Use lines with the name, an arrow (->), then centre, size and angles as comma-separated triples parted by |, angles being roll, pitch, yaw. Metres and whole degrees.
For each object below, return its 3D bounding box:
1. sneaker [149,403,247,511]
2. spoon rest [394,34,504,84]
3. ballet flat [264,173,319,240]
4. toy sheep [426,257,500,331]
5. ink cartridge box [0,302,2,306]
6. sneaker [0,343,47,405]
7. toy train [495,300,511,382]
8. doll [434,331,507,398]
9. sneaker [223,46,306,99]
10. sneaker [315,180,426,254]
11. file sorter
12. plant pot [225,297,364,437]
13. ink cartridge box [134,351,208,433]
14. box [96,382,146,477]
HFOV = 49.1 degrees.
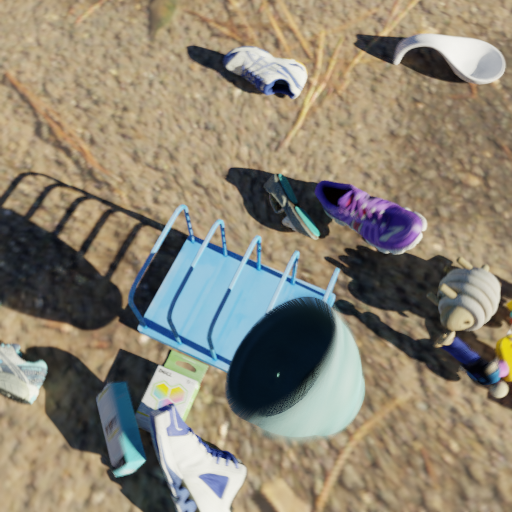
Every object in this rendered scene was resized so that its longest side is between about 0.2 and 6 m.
sneaker -> -0.829, 3.149, 8.585 | 1.197, 0.837, 2.073 | -19, 93, -20
spoon rest -> 4.181, -4.286, 12.030 | 2.297, 0.696, 1.141 | 11, 67, 6
ballet flat -> 0.643, -0.853, 10.671 | 0.507, 0.536, 1.592 | -39, 66, 24
toy sheep -> 3.650, 0.664, 9.676 | 1.108, 1.108, 1.607 | 36, 63, 14
ink cartridge box -> -5.269, 0.891, 9.844 | 1.163, 0.509, 0.845 | 22, 67, 8
sneaker -> -4.399, 1.813, 9.438 | 1.866, 0.724, 0.806 | 24, 55, 4
toy train -> 4.876, 1.668, 9.476 | 1.728, 0.640, 2.301 | 17, 70, 5
doll -> 3.569, 1.803, 9.196 | 1.335, 0.911, 0.323 | 42, 70, 5
sneaker -> 0.134, -3.848, 11.839 | 1.812, 0.682, 0.799 | 13, 67, 6
sneaker -> 1.916, -0.741, 9.974 | 2.242, 0.935, 0.904 | 27, 89, 37
file sorter -> -0.329, 0.704, 9.228 | 2.934, 1.800, 2.036 | 22, 68, 10
plant pot -> 0.652, 1.579, 7.224 | 1.183, 1.766, 1.766 | 43, 66, -28
ink cartridge box -> -1.405, 2.282, 9.283 | 0.721, 0.412, 1.389 | 21, 68, 9
box -> -2.140, 2.706, 8.816 | 0.323, 0.540, 1.313 | 3, 51, -40
